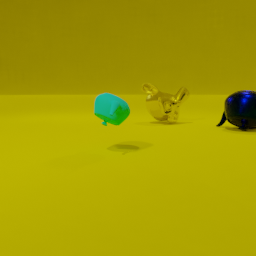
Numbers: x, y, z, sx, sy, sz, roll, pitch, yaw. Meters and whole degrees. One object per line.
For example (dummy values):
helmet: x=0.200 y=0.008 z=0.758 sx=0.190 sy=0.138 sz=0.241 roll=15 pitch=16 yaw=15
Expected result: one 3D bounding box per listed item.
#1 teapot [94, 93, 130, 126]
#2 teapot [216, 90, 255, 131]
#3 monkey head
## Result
teapot: x=-0.312 y=-0.292 z=4.996 sx=0.674 sy=0.530 sz=1.083 roll=26 pitch=-11 yaw=-9
teapot: x=3.301 y=-0.411 z=7.948 sx=1.283 sy=1.010 sz=2.063 roll=24 pitch=-15 yaw=-22
monkey head: x=1.331 y=-0.898 z=9.597 sx=1.939 sy=1.395 sz=1.169 roll=46 pitch=-5 yaw=-38
